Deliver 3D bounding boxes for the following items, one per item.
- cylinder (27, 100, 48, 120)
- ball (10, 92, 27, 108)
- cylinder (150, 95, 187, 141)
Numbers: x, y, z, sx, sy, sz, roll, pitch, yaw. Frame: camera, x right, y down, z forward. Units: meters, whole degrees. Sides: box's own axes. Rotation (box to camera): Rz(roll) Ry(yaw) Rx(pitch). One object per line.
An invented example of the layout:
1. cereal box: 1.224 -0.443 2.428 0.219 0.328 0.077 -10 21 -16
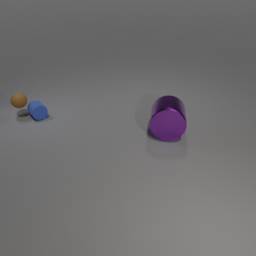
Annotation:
1. cylinder: -4.057 -0.800 12.558 0.700 0.700 0.700 -20 34 -29
2. ball: -4.796 -1.213 12.305 0.700 0.700 0.700 0 31 0
3. cylinder: 1.610 -0.418 11.208 1.400 1.400 1.400 4 28 7
